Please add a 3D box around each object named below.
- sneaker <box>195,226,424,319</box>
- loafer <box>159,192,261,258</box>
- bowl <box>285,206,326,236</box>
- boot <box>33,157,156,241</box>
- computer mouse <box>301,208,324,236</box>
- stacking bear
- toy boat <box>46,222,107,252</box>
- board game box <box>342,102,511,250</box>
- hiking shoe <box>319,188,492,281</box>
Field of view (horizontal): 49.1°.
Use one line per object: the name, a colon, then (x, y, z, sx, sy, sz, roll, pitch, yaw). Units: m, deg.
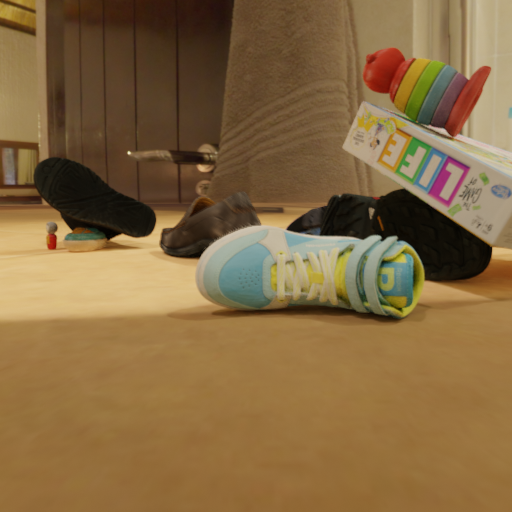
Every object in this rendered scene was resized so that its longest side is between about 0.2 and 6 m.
sneaker: (0.707, 0.174, 5.908, 2.444, 0.972, 1.595, -5, 7, -28)
loafer: (-0.918, -0.573, 10.776, 1.166, 1.158, 3.204, -11, 8, -38)
bowl: (1.350, -0.752, 13.421, 1.477, 0.290, 1.477, -26, 18, 9)
boot: (-3.985, -1.106, 12.671, 2.891, 1.104, 2.429, 27, -18, -37)
computer mouse: (1.157, -0.652, 12.358, 0.505, 0.293, 1.724, -2, 29, 20)
stacking bear: (2.242, -2.370, 7.779, 1.590, 0.904, 0.965, 30, -3, 15)
toy boat: (-3.982, -0.419, 12.161, 1.305, 0.606, 1.097, 3, 7, 12)
board game box: (3.915, -0.975, 8.442, 4.494, 0.769, 3.021, 6, 27, -34)
hiking shoe: (2.620, -0.416, 9.328, 1.565, 1.343, 3.611, 9, 9, -28)
